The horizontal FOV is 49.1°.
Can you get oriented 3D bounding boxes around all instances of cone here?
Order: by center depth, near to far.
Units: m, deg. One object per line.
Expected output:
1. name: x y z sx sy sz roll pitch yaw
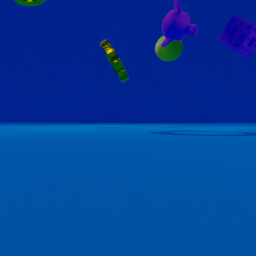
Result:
1. cone: 1.649 -3.549 11.707 1.210 1.210 1.215 0 -3 15

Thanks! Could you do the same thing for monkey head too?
1. monkey head: 1.257 -2.518 6.948 0.696 1.155 0.831 2 27 -29

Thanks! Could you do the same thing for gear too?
1. gear: -0.505 -2.477 10.467 0.304 1.646 1.646 -30 1 0

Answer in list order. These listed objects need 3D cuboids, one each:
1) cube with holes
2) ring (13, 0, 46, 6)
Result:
1. cube with holes: 3.027 -2.434 7.503 0.725 0.725 0.725 8 30 -46
2. ring: -3.377 -4.539 9.605 1.207 0.241 1.207 -9 -2 0
